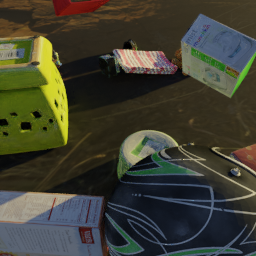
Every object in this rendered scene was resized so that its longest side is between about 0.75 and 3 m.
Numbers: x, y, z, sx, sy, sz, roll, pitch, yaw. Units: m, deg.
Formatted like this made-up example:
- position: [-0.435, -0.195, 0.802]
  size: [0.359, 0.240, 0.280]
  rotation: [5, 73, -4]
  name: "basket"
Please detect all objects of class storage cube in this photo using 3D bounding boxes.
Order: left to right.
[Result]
- position: [-1.420, -3.999, 7.838]
  size: [1.480, 1.265, 1.330]
  rotation: [-20, 14, -27]
  name: "storage cube"

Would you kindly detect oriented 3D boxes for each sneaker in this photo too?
- position: [0.089, -3.652, 12.586]
  size: [0.569, 0.621, 1.482]
  rotation: [5, 42, 5]
  name: "sneaker"

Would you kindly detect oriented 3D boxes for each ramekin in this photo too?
- position: [0.563, 0.852, 7.371]
  size: [1.736, 0.848, 1.736]
  rotation: [0, 42, 0]
  name: "ramekin"

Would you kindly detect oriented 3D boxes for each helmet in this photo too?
- position: [1.001, 1.614, 4.815]
  size: [2.822, 2.822, 2.690]
  rotation: [3, 9, 3]
  name: "helmet"

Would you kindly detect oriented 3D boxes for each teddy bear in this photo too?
- position: [2.538, -2.936, 11.801]
  size: [1.350, 0.622, 1.862]
  rotation: [9, 42, 13]
  name: "teddy bear"

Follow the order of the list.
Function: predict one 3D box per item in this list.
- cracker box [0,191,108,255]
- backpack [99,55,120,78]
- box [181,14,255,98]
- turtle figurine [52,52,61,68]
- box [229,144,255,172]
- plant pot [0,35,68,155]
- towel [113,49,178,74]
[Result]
- position: [-1.668, 2.008, 5.467]
  size: [2.490, 1.668, 0.718]
  rotation: [3, 42, 3]
  name: "cracker box"
- position: [-0.765, -2.515, 11.186]
  size: [0.698, 0.801, 0.911]
  rotation: [-28, 36, -25]
  name: "backpack"
- position: [2.164, -1.701, 6.837]
  size: [1.535, 1.740, 0.841]
  rotation: [34, 87, 16]
  name: "box"
- position: [-3.245, -2.912, 11.690]
  size: [0.825, 0.613, 0.851]
  rotation: [15, -1, 41]
  name: "turtle figurine"
- position: [3.961, 1.369, 6.273]
  size: [2.908, 1.546, 2.214]
  rotation: [-16, 44, -17]
  name: "box"
- position: [-3.347, -1.102, 8.314]
  size: [2.793, 2.535, 2.780]
  rotation: [-6, 42, -8]
  name: "plant pot"
- position: [0.683, -2.786, 11.496]
  size: [2.334, 0.349, 1.708]
  rotation: [-4, 40, -23]
  name: "towel"
